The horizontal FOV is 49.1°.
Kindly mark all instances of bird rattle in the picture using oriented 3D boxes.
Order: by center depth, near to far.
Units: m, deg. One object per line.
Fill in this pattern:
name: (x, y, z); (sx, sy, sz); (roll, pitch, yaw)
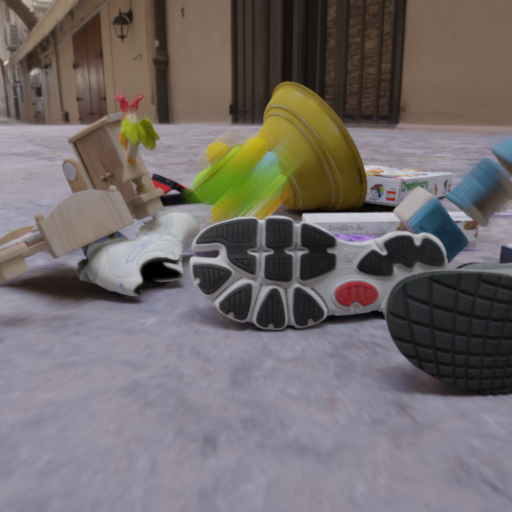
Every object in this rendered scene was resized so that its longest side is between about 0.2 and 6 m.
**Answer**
bird rattle: (-1.872, -1.838, 8.198); (0.575, 0.833, 1.022); (-9, 49, -32)

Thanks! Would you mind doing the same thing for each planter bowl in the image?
planter bowl: (0.882, -2.093, 12.760); (1.389, 3.335, 3.335); (-36, 28, -13)

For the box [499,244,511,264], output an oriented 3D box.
box: (4.370, 0.065, 8.820); (0.717, 0.446, 0.723); (-9, 19, -24)

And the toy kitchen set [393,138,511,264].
toy kitchen set: (3.145, -0.643, 7.222); (1.154, 1.959, 1.569); (38, 8, -37)

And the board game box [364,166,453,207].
board game box: (3.238, -1.861, 14.328); (2.404, 0.659, 3.809); (12, 16, 33)

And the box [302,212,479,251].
box: (2.405, -0.429, 10.169); (3.126, 0.605, 0.648); (-1, 17, -4)

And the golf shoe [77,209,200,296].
golf shoe: (-1.475, 0.041, 8.582); (1.218, 0.981, 2.506); (29, 31, 21)

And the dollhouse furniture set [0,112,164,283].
dollhouse furniture set: (-3.370, -0.844, 8.561); (3.027, 1.733, 3.550); (-14, 13, 39)

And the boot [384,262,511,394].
boot: (2.738, 0.584, 6.338); (3.387, 1.147, 2.212); (4, 10, -10)

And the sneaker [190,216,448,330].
sneaker: (0.778, 0.249, 7.431); (3.390, 1.367, 1.414); (5, 1, -15)

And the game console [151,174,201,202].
game console: (-2.393, -1.506, 14.589); (1.446, 0.996, 1.678); (27, 1, -32)

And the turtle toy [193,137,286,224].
turtle toy: (-0.307, -1.184, 9.201); (1.853, 1.350, 0.937); (0, 6, 30)

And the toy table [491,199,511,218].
toy table: (5.518, -1.187, 12.835); (0.943, 0.553, 0.867); (2, 17, 2)
